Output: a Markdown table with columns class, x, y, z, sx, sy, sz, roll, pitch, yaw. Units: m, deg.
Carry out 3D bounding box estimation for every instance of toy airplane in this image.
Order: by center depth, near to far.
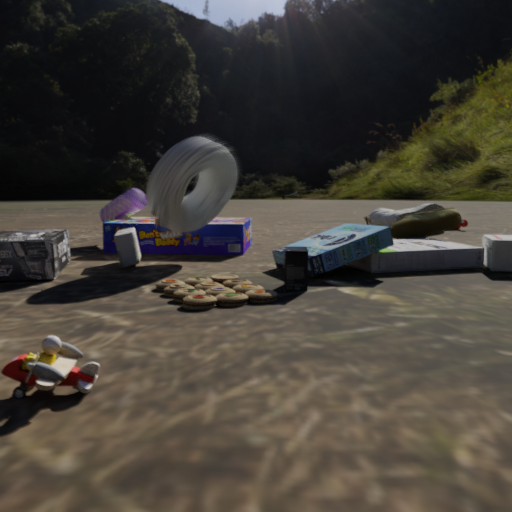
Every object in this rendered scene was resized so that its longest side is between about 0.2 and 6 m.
| class | x | y | z | sx | sy | sz | roll | pitch | yaw |
| --- | --- | --- | --- | --- | --- | --- | --- | --- | --- |
| toy airplane | -1.440 | 0.793 | 4.056 | 0.613 | 0.432 | 0.610 | 6 | 9 | 43 |

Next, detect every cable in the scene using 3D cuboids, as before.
| class | x | y | z | sx | sy | sz | roll | pitch | yaw |
| --- | --- | --- | --- | --- | --- | --- | --- | --- | --- |
| cable | -1.223 | -1.355 | 10.906 | 0.659 | 1.903 | 1.903 | 34 | 5 | 30 |

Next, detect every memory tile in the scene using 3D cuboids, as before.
| class | x | y | z | sx | sy | sz | roll | pitch | yaw |
| --- | --- | --- | --- | --- | --- | --- | --- | --- | --- |
| memory tile | -0.580 | 0.466 | 7.682 | 1.307 | 0.143 | 1.705 | -3 | 8 | -25 |

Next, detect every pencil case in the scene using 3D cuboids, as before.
| class | x | y | z | sx | sy | sz | roll | pitch | yaw |
| --- | --- | --- | --- | --- | --- | --- | --- | --- | --- |
| pencil case | -3.324 | -1.171 | 13.895 | 1.378 | 0.589 | 0.578 | -28 | -55 | 34 |

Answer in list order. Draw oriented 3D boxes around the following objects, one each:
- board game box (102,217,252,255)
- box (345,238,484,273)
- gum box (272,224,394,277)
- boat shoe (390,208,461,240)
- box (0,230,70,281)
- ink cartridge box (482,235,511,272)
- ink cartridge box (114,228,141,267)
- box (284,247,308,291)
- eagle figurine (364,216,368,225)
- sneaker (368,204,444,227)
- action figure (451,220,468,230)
| class | x | y | z | sx | sy | sz | roll | pitch | yaw |
| --- | --- | --- | --- | --- | --- | --- | --- | --- | --- |
| board game box | -1.700 | -0.488 | 12.891 | 3.052 | 0.683 | 2.052 | 1 | 7 | 4 |
| box | 2.786 | -0.031 | 10.500 | 2.282 | 0.415 | 1.647 | -1 | 8 | -16 |
| gum box | 1.294 | -0.136 | 9.690 | 1.623 | 0.362 | 1.379 | -21 | 13 | -20 |
| boat shoe | 3.607 | -0.711 | 12.064 | 1.482 | 0.541 | 0.466 | -17 | 25 | 10 |
| box | -4.629 | -0.031 | 9.399 | 2.692 | 0.670 | 2.123 | -2 | 8 | -13 |
| ink cartridge box | 4.792 | -0.046 | 9.902 | 1.369 | 0.575 | 0.991 | 2 | 8 | 12 |
| ink cartridge box | -2.416 | -0.173 | 10.560 | 0.346 | 0.597 | 0.824 | -12 | 11 | -7 |
| box | 0.577 | 0.181 | 8.142 | 0.346 | 0.588 | 0.579 | 0 | 8 | 3 |
| eagle figurine | 4.143 | -1.192 | 19.239 | 0.759 | 0.573 | 0.576 | -9 | -6 | 22 |
| sneaker | 4.682 | -1.215 | 17.566 | 2.527 | 0.931 | 1.460 | -6 | 13 | -34 |
| action figure | 6.100 | -1.144 | 18.793 | 0.699 | 0.552 | 2.135 | -3 | 10 | -40 |
